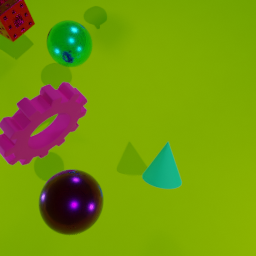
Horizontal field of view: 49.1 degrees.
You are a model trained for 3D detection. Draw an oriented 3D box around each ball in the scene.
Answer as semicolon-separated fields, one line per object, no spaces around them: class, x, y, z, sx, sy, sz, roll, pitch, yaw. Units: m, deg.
ball;-0.753;0.982;3.754;0.851;0.851;0.851;0;68;0
ball;-1.293;-1.863;6.237;1.005;1.005;1.005;0;68;0

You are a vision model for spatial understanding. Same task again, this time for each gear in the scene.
gear;-1.734;-0.055;5.835;2.001;2.001;0.370;-41;75;-15

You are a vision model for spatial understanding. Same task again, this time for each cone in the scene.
cone;0.830;0.739;6.302;0.916;0.916;0.920;8;106;3

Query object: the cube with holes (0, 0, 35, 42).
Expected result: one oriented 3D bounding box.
cube with holes;-3.346;-3.149;7.808;0.871;0.871;0.871;32;69;20
